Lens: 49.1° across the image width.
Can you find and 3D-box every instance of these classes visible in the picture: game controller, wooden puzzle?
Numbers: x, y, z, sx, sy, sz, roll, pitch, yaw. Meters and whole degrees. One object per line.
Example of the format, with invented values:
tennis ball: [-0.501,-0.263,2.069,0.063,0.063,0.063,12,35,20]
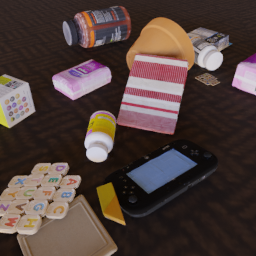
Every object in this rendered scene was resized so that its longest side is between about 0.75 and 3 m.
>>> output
game controller: [0.825,1.083,6.795,2.789,0.587,1.455,-24,44,-27]
wooden puzzle: [-1.193,2.230,5.471,2.655,0.310,1.791,-25,40,-14]

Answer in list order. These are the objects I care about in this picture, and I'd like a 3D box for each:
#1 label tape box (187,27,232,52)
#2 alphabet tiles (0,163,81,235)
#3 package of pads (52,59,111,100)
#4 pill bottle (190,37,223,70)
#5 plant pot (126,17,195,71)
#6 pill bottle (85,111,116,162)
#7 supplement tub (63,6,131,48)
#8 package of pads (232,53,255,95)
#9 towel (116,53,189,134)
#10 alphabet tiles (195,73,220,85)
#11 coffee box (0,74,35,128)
label tape box: [3.795,-4.155,13.164,1.543,0.677,2.140,30,48,32]
alphabet tiles: [-2.081,1.495,6.333,1.870,0.140,1.912,-2,37,17]
package of pads: [-1.651,-1.790,10.227,1.134,0.712,1.881,34,50,31]
pill bottle: [3.124,-3.090,11.636,0.949,0.949,1.631,-14,41,-17]
plant pot: [1.031,-2.575,10.201,2.275,2.275,1.593,33,65,34]
pill bottle: [-0.758,0.223,7.695,0.765,0.765,1.467,2,39,2]
supplement tub: [-1.452,-4.702,13.127,2.981,1.594,1.594,-19,43,-22]
package of pads: [5.331,-1.648,9.781,2.789,1.055,1.681,31,46,33]
towel: [0.798,-1.114,8.740,1.795,0.283,2.492,11,74,12]
alphabet tiles: [3.133,-1.884,10.882,0.679,0.031,0.812,-24,46,-27]
coffee box: [-3.788,-0.860,8.763,1.103,1.101,1.091,22,44,25]
